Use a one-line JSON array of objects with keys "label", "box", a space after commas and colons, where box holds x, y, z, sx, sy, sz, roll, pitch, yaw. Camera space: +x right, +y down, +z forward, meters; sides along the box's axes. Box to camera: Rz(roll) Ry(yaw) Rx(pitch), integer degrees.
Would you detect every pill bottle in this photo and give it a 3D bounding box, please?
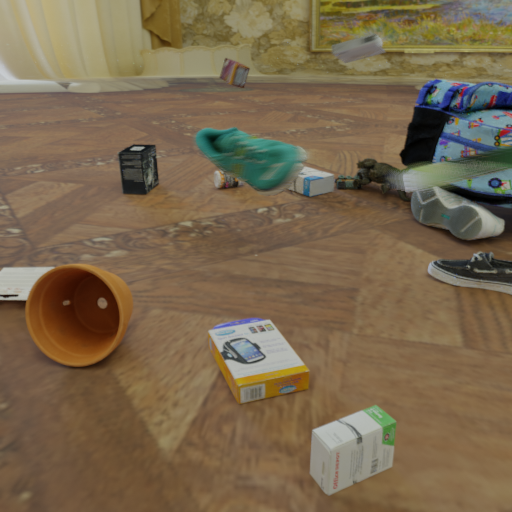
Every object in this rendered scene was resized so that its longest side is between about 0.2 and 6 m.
[{"label": "pill bottle", "box": [-0.693, -2.073, 15.049, 0.813, 0.473, 0.473, -8, 24, -20]}]

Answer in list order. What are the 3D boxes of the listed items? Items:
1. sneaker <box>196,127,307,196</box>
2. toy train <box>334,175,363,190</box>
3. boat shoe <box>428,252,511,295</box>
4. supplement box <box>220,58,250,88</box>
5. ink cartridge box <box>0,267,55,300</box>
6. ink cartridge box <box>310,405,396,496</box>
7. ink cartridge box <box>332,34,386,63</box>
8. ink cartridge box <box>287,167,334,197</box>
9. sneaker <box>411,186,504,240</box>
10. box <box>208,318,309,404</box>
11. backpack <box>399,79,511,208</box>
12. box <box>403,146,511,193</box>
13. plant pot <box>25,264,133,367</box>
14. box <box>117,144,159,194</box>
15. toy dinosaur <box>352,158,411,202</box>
[{"label": "sneaker", "box": [-0.176, -1.742, 9.861, 2.535, 0.982, 1.010, 21, -6, 46]}, {"label": "toy train", "box": [2.478, -1.941, 14.979, 0.769, 0.327, 0.438, 3, 35, 2]}, {"label": "boat shoe", "box": [3.814, 0.209, 9.404, 1.760, 0.597, 0.631, 13, 26, 28]}, {"label": "supplement box", "box": [-0.482, -4.049, 12.398, 0.352, 0.453, 0.821, 9, 23, -25]}, {"label": "ink cartridge box", "box": [-3.861, 0.535, 9.117, 0.904, 0.281, 1.124, 0, 27, -1]}, {"label": "ink cartridge box", "box": [0.936, 1.876, 5.442, 0.793, 0.579, 0.333, -12, 25, -26]}, {"label": "ink cartridge box", "box": [2.272, -4.548, 12.308, 0.988, 0.215, 0.858, -6, 3, 27]}, {"label": "ink cartridge box", "box": [1.351, -1.966, 14.765, 0.844, 0.495, 1.153, -16, 29, -34]}, {"label": "sneaker", "box": [4.227, -0.894, 11.987, 0.956, 0.839, 2.385, 5, 23, -26]}, {"label": "box", "box": [-0.035, 1.281, 7.243, 0.913, 0.318, 1.534, -8, 21, -17]}, {"label": "backpack", "box": [5.537, -2.394, 12.372, 3.543, 2.611, 3.881, 3, 18, -13]}, {"label": "box", "box": [2.830, -1.170, 7.383, 1.667, 0.303, 1.203, -14, 2, 10]}, {"label": "plant pot", "box": [-2.235, 0.714, 7.514, 1.320, 1.320, 0.924, 4, 7, 10]}, {"label": "box", "box": [-3.077, -2.288, 14.734, 0.691, 1.096, 1.115, 4, 23, 8]}, {"label": "toy dinosaur", "box": [3.294, -2.081, 14.505, 1.202, 0.904, 2.350, -21, 30, -37]}]
